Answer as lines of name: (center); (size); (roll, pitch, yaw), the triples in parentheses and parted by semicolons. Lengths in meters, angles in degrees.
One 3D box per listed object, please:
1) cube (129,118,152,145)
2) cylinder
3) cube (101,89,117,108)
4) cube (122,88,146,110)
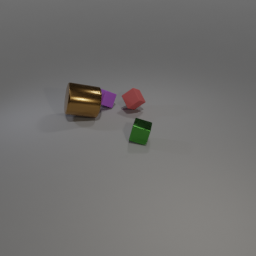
cube: (0.493, 0.133, 10.893); (0.700, 0.700, 0.700); (17, 31, 2)
cylinder: (-2.006, -1.215, 12.358); (1.400, 1.400, 1.400); (7, 27, -20)
cube: (-1.105, -1.444, 13.451); (0.700, 0.700, 0.700); (14, 7, -45)
cube: (0.265, -1.344, 12.965); (0.700, 0.700, 0.700); (-32, -15, 23)
